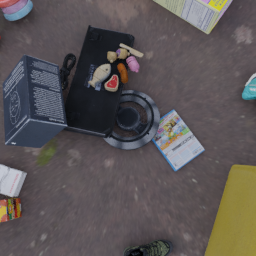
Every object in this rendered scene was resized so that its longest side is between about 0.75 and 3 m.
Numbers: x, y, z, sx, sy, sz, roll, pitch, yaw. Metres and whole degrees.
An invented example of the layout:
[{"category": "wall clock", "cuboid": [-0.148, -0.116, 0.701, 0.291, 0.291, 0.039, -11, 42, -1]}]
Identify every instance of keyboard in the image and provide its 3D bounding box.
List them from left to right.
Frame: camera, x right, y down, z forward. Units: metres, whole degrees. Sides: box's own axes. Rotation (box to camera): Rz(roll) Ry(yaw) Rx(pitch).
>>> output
[{"category": "keyboard", "cuboid": [-0.970, -1.288, 7.242, 1.783, 0.381, 2.969, 12, 72, 2]}]

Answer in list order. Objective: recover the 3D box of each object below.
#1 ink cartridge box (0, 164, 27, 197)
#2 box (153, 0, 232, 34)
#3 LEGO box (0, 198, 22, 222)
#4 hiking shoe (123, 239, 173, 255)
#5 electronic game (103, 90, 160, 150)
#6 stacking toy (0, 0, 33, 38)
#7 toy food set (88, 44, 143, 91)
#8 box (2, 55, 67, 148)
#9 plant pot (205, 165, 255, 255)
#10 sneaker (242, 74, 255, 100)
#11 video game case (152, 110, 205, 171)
[{"category": "ink cartridge box", "cuboid": [-3.019, 1.251, 6.822, 0.855, 0.358, 0.620, 17, 78, 4]}, {"category": "box", "cuboid": [1.916, -4.064, 7.613, 2.175, 1.051, 1.913, 35, 80, 7]}, {"category": "LEGO box", "cuboid": [-3.190, 1.935, 6.402, 1.197, 0.891, 0.462, -8, 78, -1]}, {"category": "hiking shoe", "cuboid": [0.476, 2.852, 6.353, 1.191, 0.600, 0.451, -13, 78, -3]}, {"category": "electronic game", "cuboid": [0.009, -0.226, 7.145, 1.613, 0.336, 1.613, -2, 72, 5]}, {"category": "stacking toy", "cuboid": [-3.703, -3.197, 7.792, 1.982, 0.837, 1.794, -43, 55, -11]}, {"category": "toy food set", "cuboid": [-0.227, -1.502, 6.944, 0.946, 0.234, 1.488, 27, 68, 7]}, {"category": "box", "cuboid": [-2.185, -0.565, 6.438, 1.245, 0.898, 1.677, -33, 59, 38]}, {"category": "plant pot", "cuboid": [3.334, 2.170, 5.508, 2.498, 2.555, 2.481, 20, 79, 5]}, {"category": "sneaker", "cuboid": [4.081, -0.375, 7.012, 2.624, 1.017, 1.045, 42, 98, 14]}, {"category": "video game case", "cuboid": [1.187, 0.302, 7.155, 0.934, 0.116, 1.305, -35, 80, -6]}]
